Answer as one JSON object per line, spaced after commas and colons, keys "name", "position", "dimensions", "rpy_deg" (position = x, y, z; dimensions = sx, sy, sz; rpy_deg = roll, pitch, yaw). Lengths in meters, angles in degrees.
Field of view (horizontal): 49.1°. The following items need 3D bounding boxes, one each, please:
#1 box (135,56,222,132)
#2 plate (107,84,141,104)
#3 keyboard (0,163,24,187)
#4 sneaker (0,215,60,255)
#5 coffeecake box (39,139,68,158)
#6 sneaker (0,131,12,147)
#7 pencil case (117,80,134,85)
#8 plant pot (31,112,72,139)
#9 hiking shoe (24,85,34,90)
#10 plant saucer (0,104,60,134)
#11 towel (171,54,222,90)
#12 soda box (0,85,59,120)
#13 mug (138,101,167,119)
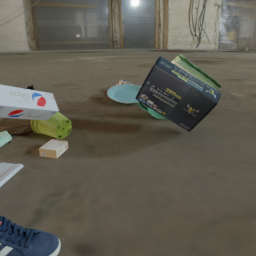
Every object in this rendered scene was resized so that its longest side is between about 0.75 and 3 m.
{"name": "box", "position": [1.698, -1.131, 9.966], "dimensions": [2.479, 1.955, 0.632], "rpy_deg": [31, 53, -1]}
{"name": "plate", "position": [0.016, -1.801, 15.217], "dimensions": [2.270, 0.290, 2.270], "rpy_deg": [1, 34, -1]}
{"name": "keyboard", "position": [-3.609, 1.498, 7.028], "dimensions": [0.726, 0.137, 2.579], "rpy_deg": [-1, 19, 11]}
{"name": "sneaker", "position": [-2.277, 1.782, 4.798], "dimensions": [2.231, 0.943, 0.836], "rpy_deg": [7, 18, -8]}
{"name": "coffeecake box", "position": [-2.375, 0.655, 9.014], "dimensions": [0.602, 0.287, 0.785], "rpy_deg": [5, 21, 14]}
{"name": "sneaker", "position": [-4.610, 0.302, 9.724], "dimensions": [1.219, 0.449, 0.719], "rpy_deg": [21, 33, 23]}
{"name": "pencil case", "position": [-0.079, -2.476, 16.954], "dimensions": [0.775, 0.674, 1.732], "rpy_deg": [-22, 26, -15]}
{"name": "plant pot", "position": [-2.707, -0.145, 10.233], "dimensions": [1.103, 1.199, 1.199], "rpy_deg": [25, 30, 27]}
{"name": "hiking shoe", "position": [-5.253, -1.553, 14.127], "dimensions": [0.766, 0.892, 2.058], "rpy_deg": [0, 20, -1]}
{"name": "plant saucer", "position": [-4.159, -0.417, 11.346], "dimensions": [2.891, 0.426, 2.891], "rpy_deg": [-6, 23, 2]}
{"name": "towel", "position": [2.501, -2.179, 11.855], "dimensions": [2.083, 0.319, 2.731], "rpy_deg": [34, -4, -10]}
{"name": "soda box", "position": [-3.308, -0.763, 8.850], "dimensions": [0.699, 0.747, 2.195], "rpy_deg": [-32, -19, 29]}
{"name": "mug", "position": [1.469, -1.059, 12.529], "dimensions": [1.739, 1.075, 1.429], "rpy_deg": [15, 26, 38]}
